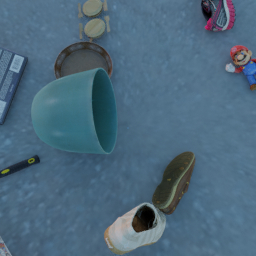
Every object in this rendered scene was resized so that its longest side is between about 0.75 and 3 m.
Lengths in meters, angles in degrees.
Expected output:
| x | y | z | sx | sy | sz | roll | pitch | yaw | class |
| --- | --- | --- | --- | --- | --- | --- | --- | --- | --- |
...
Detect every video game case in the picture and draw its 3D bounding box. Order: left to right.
| x | y | z | sx | sy | sz | roll | pitch | yaw | class |
| --- | --- | --- | --- | --- | --- | --- | --- | --- | --- |
| -4.462 | -1.508 | 7.444 | 2.916 | 0.277 | 2.083 | 19 | 75 | -16 | video game case |
| -2.789 | 2.866 | 5.945 | 0.205 | 1.727 | 1.572 | -36 | 73 | -16 | video game case |

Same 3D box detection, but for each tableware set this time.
| x | y | z | sx | sy | sz | roll | pitch | yaw | class |
| --- | --- | --- | --- | --- | --- | --- | --- | --- | --- |
| -0.998 | -3.267 | 8.441 | 0.942 | 0.286 | 1.426 | -11 | 69 | 9 | tableware set |

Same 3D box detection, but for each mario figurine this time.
| x | y | z | sx | sy | sz | roll | pitch | yaw | class |
| --- | --- | --- | --- | --- | --- | --- | --- | --- | --- |
| 3.299 | -1.717 | 7.792 | 0.829 | 0.712 | 1.343 | -30 | 78 | -7 | mario figurine |

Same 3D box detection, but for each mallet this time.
| x | y | z | sx | sy | sz | roll | pitch | yaw | class |
| --- | --- | --- | --- | --- | --- | --- | --- | --- | --- |
| -3.372 | 1.355 | 7.123 | 2.334 | 0.480 | 0.769 | -16 | 75 | -8 | mallet |

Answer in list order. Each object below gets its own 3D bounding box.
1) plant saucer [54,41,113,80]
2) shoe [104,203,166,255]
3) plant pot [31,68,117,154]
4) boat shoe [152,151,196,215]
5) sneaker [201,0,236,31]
| x | y | z | sx | sy | sz | roll | pitch | yaw | class |
| --- | --- | --- | --- | --- | --- | --- | --- | --- | --- |
| -1.257 | -1.674 | 7.995 | 1.661 | 0.286 | 1.661 | 0 | 74 | -1 | plant saucer |
| 0.372 | 2.057 | 5.979 | 0.613 | 2.296 | 0.803 | -47 | 68 | 17 | shoe |
| -1.298 | -0.345 | 6.820 | 1.635 | 2.037 | 2.037 | -4 | 74 | 13 | plant pot |
| 1.221 | 1.353 | 7.009 | 0.587 | 0.625 | 1.738 | 52 | 58 | -29 | boat shoe |
| 2.516 | -3.916 | 8.309 | 0.805 | 0.869 | 2.156 | -11 | 76 | -1 | sneaker |
